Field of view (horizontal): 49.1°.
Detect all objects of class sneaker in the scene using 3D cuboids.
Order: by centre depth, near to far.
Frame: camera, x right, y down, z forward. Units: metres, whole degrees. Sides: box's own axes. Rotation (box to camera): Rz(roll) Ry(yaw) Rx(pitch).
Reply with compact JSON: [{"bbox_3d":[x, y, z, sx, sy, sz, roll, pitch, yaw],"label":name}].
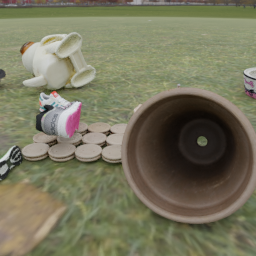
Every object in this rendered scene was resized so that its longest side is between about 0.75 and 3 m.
[{"bbox_3d":[-2.437,0.648,5.428,0.452,0.392,1.020,-7,20,13],"label":"sneaker"},{"bbox_3d":[-1.493,-0.236,6.091,0.809,0.683,1.850,8,13,-3],"label":"sneaker"},{"bbox_3d":[-1.975,-0.703,7.933,1.273,0.595,0.448,9,26,19],"label":"sneaker"}]

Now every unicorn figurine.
[{"bbox_3d":[1.099,-0.400,6.803,1.842,0.990,2.682,-15,2,-32],"label":"unicorn figurine"}]

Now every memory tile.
[{"bbox_3d":[-1.036,0.286,6.343,2.253,0.189,1.727,1,25,5],"label":"memory tile"}]

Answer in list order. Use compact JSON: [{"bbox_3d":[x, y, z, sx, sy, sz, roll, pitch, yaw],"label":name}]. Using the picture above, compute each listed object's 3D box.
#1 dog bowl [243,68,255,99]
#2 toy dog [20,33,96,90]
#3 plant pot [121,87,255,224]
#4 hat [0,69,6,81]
[{"bbox_3d":[4.839,-1.443,9.342,1.982,0.731,1.982,0,25,0],"label":"dog bowl"},{"bbox_3d":[-2.891,-2.353,10.430,2.599,1.870,2.680,-47,44,-15],"label":"toy dog"},{"bbox_3d":[1.117,0.314,4.637,1.964,1.964,1.713,12,11,23],"label":"plant pot"},{"bbox_3d":[-4.978,-1.695,10.151,1.265,0.510,1.265,-2,33,1],"label":"hat"}]
